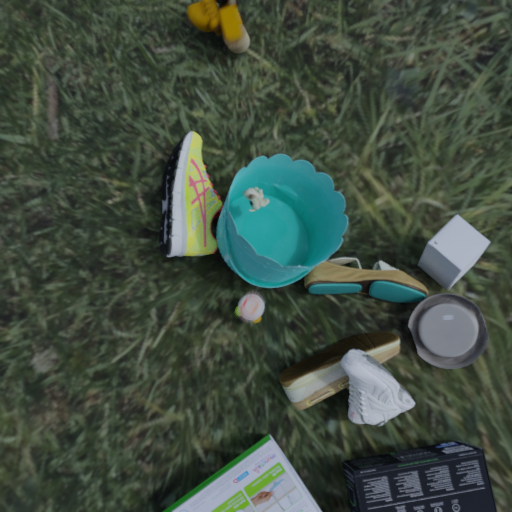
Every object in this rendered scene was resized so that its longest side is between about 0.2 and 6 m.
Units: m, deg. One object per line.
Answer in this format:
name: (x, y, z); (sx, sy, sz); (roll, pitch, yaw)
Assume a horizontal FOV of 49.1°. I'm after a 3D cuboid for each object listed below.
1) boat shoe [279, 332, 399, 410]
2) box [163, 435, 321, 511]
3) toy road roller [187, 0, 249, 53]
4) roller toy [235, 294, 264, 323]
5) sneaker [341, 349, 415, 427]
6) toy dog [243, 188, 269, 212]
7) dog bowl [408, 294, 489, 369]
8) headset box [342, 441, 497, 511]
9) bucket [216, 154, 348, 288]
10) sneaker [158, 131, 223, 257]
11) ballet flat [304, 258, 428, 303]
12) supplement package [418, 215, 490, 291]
boat shoe: (1.626, 2.133, 10.468); (2.371, 0.877, 0.787); (-21, 102, -4)
box: (-0.136, 4.750, 9.610); (2.494, 1.206, 2.200); (-35, 80, -7)
toy road roller: (-0.814, -4.914, 11.760); (1.030, 0.867, 1.411); (-18, 92, 9)
roller toy: (-0.094, 0.959, 10.452); (0.516, 0.361, 0.471); (24, 82, -3)
sneaker: (1.982, 2.463, 9.823); (1.083, 2.181, 0.850); (-45, 39, -1)
toy dog: (-0.055, -1.057, 10.190); (0.427, 0.440, 0.307); (-42, 48, 4)
dog bowl: (3.598, 1.369, 10.518); (1.423, 0.417, 1.423); (2, 98, 18)
headset box: (2.901, 4.754, 9.607); (2.282, 1.216, 2.620); (-10, 78, -3)
bucket: (0.374, -0.569, 10.374); (2.295, 1.493, 2.295); (6, 69, -16)
sneaker: (-1.209, -1.181, 11.145); (1.224, 1.059, 2.710); (10, 71, -23)
ballet flat: (2.130, 0.392, 10.831); (2.380, 0.817, 0.750); (6, 62, 0)
supplement package: (3.675, -0.028, 10.524); (0.790, 1.352, 0.793); (-42, 71, -7)
